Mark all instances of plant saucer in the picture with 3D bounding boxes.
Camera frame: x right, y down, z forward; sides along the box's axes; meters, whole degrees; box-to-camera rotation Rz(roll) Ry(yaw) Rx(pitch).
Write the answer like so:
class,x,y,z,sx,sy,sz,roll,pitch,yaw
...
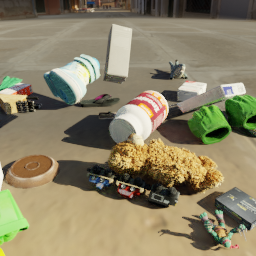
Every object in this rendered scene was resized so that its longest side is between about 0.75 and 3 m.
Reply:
class,x,y,z,sx,sy,sz,roll,pitch,yaw
plant saucer,-2.678,1.150,7.897,1.481,0.255,1.481,1,27,0

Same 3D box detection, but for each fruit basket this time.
class,x,y,z,sx,sy,sz,roll,pitch,yaw
fruit basket,-2.698,2.219,5.092,1.933,1.394,1.933,8,66,-17

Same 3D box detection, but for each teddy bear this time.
class,x,y,z,sx,sy,sz,roll,pitch,yaw
teddy bear,1.016,0.824,7.338,2.990,0.998,2.168,18,24,14

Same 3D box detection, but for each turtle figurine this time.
class,x,y,z,sx,sy,sz,roll,pitch,yaw
turtle figurine,1.901,2.093,5.745,0.793,0.533,1.060,9,11,-8

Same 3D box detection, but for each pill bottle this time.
class,x,y,z,sx,sy,sz,roll,pitch,yaw
pill bottle,0.389,-0.329,9.595,1.326,1.326,2.347,13,31,24

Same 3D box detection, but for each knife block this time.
class,x,y,z,sx,sy,sz,roll,pitch,yaw
knife block,-4.592,-1.105,11.991,1.467,0.535,1.671,-17,31,-32

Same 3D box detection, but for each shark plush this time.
class,x,y,z,sx,sy,sz,roll,pitch,yaw
shark plush,2.899,-3.507,16.242,1.017,0.932,2.238,1,27,3

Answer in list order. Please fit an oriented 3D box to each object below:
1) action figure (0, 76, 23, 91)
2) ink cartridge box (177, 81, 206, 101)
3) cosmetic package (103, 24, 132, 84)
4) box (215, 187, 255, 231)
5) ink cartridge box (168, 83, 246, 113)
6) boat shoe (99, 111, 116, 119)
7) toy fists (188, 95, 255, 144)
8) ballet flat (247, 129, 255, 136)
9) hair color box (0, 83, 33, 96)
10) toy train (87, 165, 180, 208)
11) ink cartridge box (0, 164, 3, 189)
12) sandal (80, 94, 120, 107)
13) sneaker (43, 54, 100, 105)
class,x,y,z,sx,sy,sz,roll,pitch,yaw
action figure,-5.990,-2.013,13.852,0.998,0.462,1.690,2,34,2
ink cartridge box,2.978,-1.687,13.068,0.996,0.578,1.380,13,30,24
cosmetic package,-0.408,-2.816,10.887,0.892,1.978,1.057,10,-11,-12
box,2.655,1.843,6.523,0.771,0.249,0.978,-19,33,-30
ink cartridge box,3.043,-1.088,10.932,2.384,0.484,2.379,-20,-4,40
boat shoe,-0.760,-0.532,11.178,0.826,0.246,0.297,-6,28,-12
toy fists,3.434,-0.349,9.665,2.677,0.921,1.365,-20,40,2
ballet flat,4.658,-0.482,10.522,0.866,0.732,2.290,7,28,0
hair color box,-5.259,-1.642,13.110,0.770,0.465,1.517,9,29,18
toy train,0.036,1.468,6.989,2.479,0.568,0.423,13,-14,20
ink cartridge box,-4.037,1.380,6.953,1.574,0.689,1.143,-8,29,-13
sandal,-1.210,-1.227,12.338,1.781,0.426,0.669,-7,28,-13
sneaker,-1.468,-1.642,8.615,1.805,1.099,2.764,-31,27,-18
